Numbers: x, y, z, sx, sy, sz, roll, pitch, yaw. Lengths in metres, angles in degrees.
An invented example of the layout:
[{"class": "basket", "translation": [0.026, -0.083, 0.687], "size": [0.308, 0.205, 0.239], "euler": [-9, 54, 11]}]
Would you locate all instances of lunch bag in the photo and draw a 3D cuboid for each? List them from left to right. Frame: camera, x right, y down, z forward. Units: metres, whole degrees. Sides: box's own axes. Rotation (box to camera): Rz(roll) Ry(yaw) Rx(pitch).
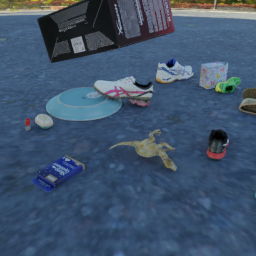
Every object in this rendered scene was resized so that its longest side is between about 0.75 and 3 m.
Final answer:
[{"class": "lunch bag", "translation": [3.975, -2.430, 12.842], "size": [1.256, 1.065, 0.798], "euler": [-12, 29, -17]}]

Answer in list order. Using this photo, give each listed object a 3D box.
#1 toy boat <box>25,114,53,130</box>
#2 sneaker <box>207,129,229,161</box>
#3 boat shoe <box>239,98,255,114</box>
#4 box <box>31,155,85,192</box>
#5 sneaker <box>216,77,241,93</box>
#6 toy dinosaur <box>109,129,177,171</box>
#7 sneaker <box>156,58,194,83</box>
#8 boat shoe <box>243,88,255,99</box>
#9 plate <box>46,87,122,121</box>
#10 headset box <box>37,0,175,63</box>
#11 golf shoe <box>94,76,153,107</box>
[{"class": "toy boat", "translation": [-3.011, -0.166, 9.414], "size": [0.893, 0.415, 0.751], "euler": [-10, 33, -33]}, {"class": "sneaker", "translation": [2.650, 0.301, 8.133], "size": [0.528, 0.730, 1.494], "euler": [9, 28, 22]}, {"class": "boat shoe", "translation": [4.960, -0.663, 10.110], "size": [1.762, 0.628, 0.569], "euler": [10, 35, 36]}, {"class": "box", "translation": [-1.781, 1.136, 7.150], "size": [0.722, 0.193, 1.191], "euler": [20, 36, 32]}, {"class": "sneaker", "translation": [4.513, -1.823, 12.397], "size": [1.421, 0.526, 0.594], "euler": [-23, 45, -26]}, {"class": "toy dinosaur", "translation": [0.543, 0.492, 7.908], "size": [2.105, 0.613, 1.064], "euler": [19, 35, 31]}, {"class": "sneaker", "translation": [2.417, -2.910, 13.773], "size": [2.335, 1.029, 0.879], "euler": [-19, 33, -34]}, {"class": "boat shoe", "translation": [5.496, -1.014, 10.577], "size": [2.233, 0.804, 0.754], "euler": [19, 28, 20]}, {"class": "plate", "translation": [-1.737, -1.099, 11.095], "size": [2.984, 0.381, 2.984], "euler": [-1, 28, 0]}, {"class": "headset box", "translation": [-0.337, -2.547, 6.936], "size": [2.150, 1.085, 2.893], "euler": [0, 22, 37]}, {"class": "golf shoe", "translation": [-0.155, -1.596, 10.875], "size": [2.295, 1.057, 0.833], "euler": [11, 28, -7]}]
